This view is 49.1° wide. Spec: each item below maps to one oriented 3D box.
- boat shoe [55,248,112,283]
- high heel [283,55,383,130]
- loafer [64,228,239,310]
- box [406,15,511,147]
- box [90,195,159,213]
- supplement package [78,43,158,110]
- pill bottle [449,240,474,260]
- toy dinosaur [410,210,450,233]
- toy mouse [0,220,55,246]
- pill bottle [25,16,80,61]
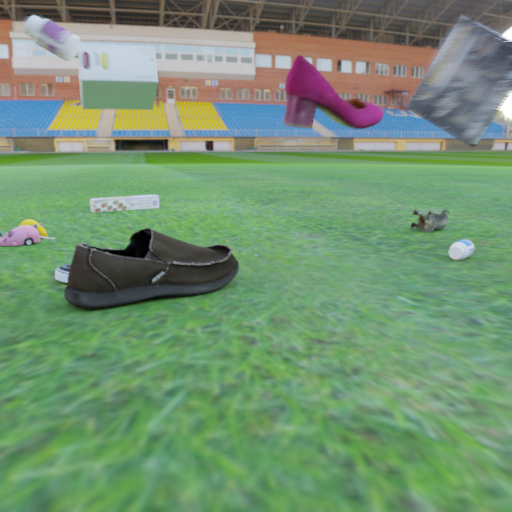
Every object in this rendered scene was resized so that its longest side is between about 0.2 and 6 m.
[{"bbox_3d":[-2.417,0.144,9.059,1.641,0.556,0.589,0,12,0],"label":"boat shoe"},{"bbox_3d":[1.543,-2.932,10.092,2.442,1.174,0.823,-14,34,-39],"label":"high heel"},{"bbox_3d":[-1.415,0.081,8.284,2.792,0.996,1.019,-10,16,-40],"label":"loafer"},{"bbox_3d":[4.538,-3.701,11.982,1.722,2.174,0.525,36,24,18],"label":"box"},{"bbox_3d":[-4.208,-1.681,18.001,2.178,0.421,0.451,-7,14,-31],"label":"box"},{"bbox_3d":[-2.695,-3.443,10.883,1.419,0.787,1.105,-4,-13,-17],"label":"supplement package"},{"bbox_3d":[3.929,-0.108,10.764,0.347,0.347,0.618,9,14,37],"label":"pill bottle"},{"bbox_3d":[4.444,-0.853,14.130,1.594,0.613,0.815,0,23,-37],"label":"toy dinosaur"},{"bbox_3d":[-5.514,-0.502,12.465,2.109,0.408,1.874,8,15,35],"label":"toy mouse"},{"bbox_3d":[-3.833,-4.104,10.513,0.913,0.513,0.513,31,13,-2],"label":"pill bottle"}]
